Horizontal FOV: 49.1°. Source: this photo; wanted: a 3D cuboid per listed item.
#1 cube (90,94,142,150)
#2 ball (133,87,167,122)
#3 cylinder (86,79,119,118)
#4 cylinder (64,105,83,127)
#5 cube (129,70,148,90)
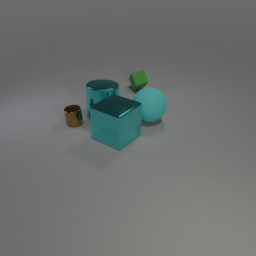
[{"bbox_3d":[-0.436,-0.264,10.541,1.400,1.400,1.400,21,37,30],"label":"cube"},{"bbox_3d":[0.875,-0.954,11.442,1.400,1.400,1.400,0,31,0],"label":"ball"},{"bbox_3d":[-1.087,-1.213,12.013,1.400,1.400,1.400,2,27,-1],"label":"cylinder"},{"bbox_3d":[-2.249,-0.504,11.577,0.700,0.700,0.700,-3,32,2],"label":"cylinder"},{"bbox_3d":[0.535,-2.462,14.369,0.700,0.700,0.700,-18,-7,-13],"label":"cube"}]
